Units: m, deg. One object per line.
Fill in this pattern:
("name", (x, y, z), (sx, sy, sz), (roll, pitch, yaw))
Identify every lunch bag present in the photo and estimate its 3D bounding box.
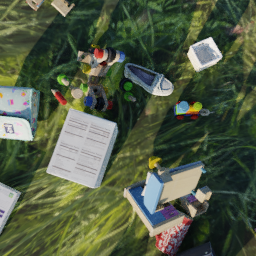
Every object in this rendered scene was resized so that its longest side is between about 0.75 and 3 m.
("lunch bag", (-4.198, -0.525, 10.270), (1.643, 1.176, 1.929), (5, 90, -3))

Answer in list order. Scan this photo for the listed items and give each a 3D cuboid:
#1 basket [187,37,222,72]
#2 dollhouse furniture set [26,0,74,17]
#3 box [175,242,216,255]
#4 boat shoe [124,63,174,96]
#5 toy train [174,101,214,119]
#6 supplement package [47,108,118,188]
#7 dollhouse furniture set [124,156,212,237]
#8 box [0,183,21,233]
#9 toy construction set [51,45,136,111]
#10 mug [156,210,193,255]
("basket", (2.949, -2.807, 10.858), (0.937, 0.761, 0.946), (-25, 80, -4))
("dollhouse furniture set", (-3.157, -5.031, 11.287), (1.480, 1.043, 1.037), (40, 82, -23))
("box", (2.190, 5.099, 9.061), (1.987, 1.225, 1.971), (-24, 81, 10))
("boat shoe", (0.797, -1.882, 10.746), (2.051, 0.658, 0.756), (28, 81, 5))
("toy train", (2.559, -0.725, 10.419), (1.561, 0.903, 0.661), (0, 81, 0))
("supplement package", (-1.478, 0.755, 9.760), (1.664, 1.676, 2.209), (18, 81, 3))
("dollhouse furniture set", (1.349, 1.571, 8.899), (2.594, 2.748, 1.793), (-13, 41, -28))
("box", (-5.207, 3.067, 10.006), (1.756, 0.442, 2.433), (25, 80, 4))
("toy construction set", (-1.489, -1.870, 10.287), (2.780, 2.136, 2.318), (-23, 125, -20))
("mug", (1.445, 3.544, 9.771), (1.219, 0.916, 1.374), (22, 85, 27))
